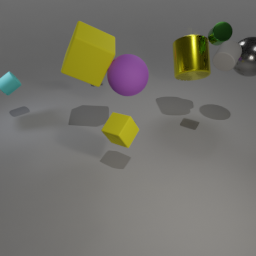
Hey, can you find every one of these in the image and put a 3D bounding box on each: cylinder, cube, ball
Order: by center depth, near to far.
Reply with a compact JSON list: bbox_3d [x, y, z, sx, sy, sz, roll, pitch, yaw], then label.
[{"bbox_3d":[-0.218,0.058,8.262,0.700,0.700,0.700,15,64,36],"label":"cube"},{"bbox_3d":[3.105,-2.255,8.766,0.700,0.700,0.700,19,55,28],"label":"cylinder"},{"bbox_3d":[-0.002,-1.775,9.462,1.400,1.400,1.400,0,31,0],"label":"ball"},{"bbox_3d":[-1.345,-2.535,9.622,1.400,1.400,1.400,19,37,-18],"label":"cube"},{"bbox_3d":[4.437,-2.568,10.143,1.400,1.400,1.400,0,31,0],"label":"ball"},{"bbox_3d":[3.336,-3.413,10.171,0.700,0.700,0.700,1,5,2],"label":"cylinder"},{"bbox_3d":[2.491,-2.717,11.017,1.400,1.400,1.400,-2,-6,0],"label":"cylinder"},{"bbox_3d":[-4.862,-1.807,11.429,0.700,0.700,0.700,-40,40,-2],"label":"cylinder"}]
